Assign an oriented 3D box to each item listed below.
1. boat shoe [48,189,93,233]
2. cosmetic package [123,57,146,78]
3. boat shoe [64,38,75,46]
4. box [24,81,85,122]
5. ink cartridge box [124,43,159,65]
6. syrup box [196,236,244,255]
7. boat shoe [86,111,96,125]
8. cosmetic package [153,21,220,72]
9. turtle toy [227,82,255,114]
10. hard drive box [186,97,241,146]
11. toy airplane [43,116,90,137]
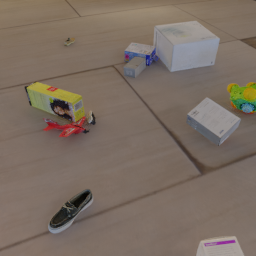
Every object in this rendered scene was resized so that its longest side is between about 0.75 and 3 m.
[{"bbox_3d":[-1.650,2.284,7.994,0.563,0.554,1.563,27,48,28],"label":"boat shoe"},{"bbox_3d":[0.358,-3.088,14.167,0.680,0.574,1.272,15,46,22],"label":"cosmetic package"},{"bbox_3d":[-3.483,-5.249,16.782,0.340,0.361,0.948,14,43,16],"label":"boat shoe"},{"bbox_3d":[-3.011,-1.112,11.442,2.621,0.986,0.657,19,42,28],"label":"box"},{"bbox_3d":[0.796,-3.980,15.098,1.715,0.655,1.170,13,42,17],"label":"ink cartridge box"},{"bbox_3d":[2.293,3.687,6.099,0.950,0.919,2.333,-4,41,-5],"label":"syrup box"},{"bbox_3d":[-1.458,-0.413,11.299,0.278,0.341,0.922,34,13,-25],"label":"boat shoe"},{"bbox_3d":[2.990,-4.412,14.915,2.546,1.570,2.554,-12,44,-13],"label":"cosmetic package"},{"bbox_3d":[5.260,-1.190,11.478,2.330,1.178,1.698,-4,17,-9],"label":"turtle toy"},{"bbox_3d":[3.159,-0.266,10.461,1.201,0.592,1.540,-38,59,-18],"label":"hard drive box"},{"bbox_3d":[-2.400,-0.022,10.737,1.933,0.355,1.933,6,26,-3],"label":"toy airplane"}]
